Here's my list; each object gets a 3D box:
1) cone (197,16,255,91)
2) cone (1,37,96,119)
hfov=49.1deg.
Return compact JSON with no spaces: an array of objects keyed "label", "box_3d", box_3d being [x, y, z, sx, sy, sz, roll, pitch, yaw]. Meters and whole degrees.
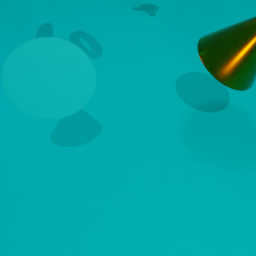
[{"label":"cone","box_3d":[2.674,-1.952,5.983,1.670,1.676,1.670,13,57,-21]},{"label":"cone","box_3d":[-1.330,-1.100,4.739,1.375,1.375,1.380,-11,40,-9]}]
